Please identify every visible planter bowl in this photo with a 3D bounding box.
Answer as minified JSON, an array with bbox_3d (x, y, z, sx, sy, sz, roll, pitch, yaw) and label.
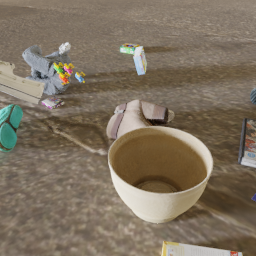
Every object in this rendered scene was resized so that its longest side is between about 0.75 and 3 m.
[{"bbox_3d":[0.817,1.397,7.567,2.618,1.762,2.618,0,35,0],"label":"planter bowl"}]

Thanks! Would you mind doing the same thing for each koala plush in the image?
[{"bbox_3d":[-3.572,-2.999,13.899,2.281,2.201,2.482,18,36,4],"label":"koala plush"}]

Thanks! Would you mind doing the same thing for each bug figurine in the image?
[{"bbox_3d":[-1.470,-1.333,6.892,0.665,0.221,0.858,48,30,13],"label":"bug figurine"}]

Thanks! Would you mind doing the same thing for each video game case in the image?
[{"bbox_3d":[5.298,0.631,9.939,2.434,0.343,2.693,12,36,18],"label":"video game case"},{"bbox_3d":[-3.410,-1.159,12.741,0.763,0.137,0.691,27,43,34],"label":"video game case"}]

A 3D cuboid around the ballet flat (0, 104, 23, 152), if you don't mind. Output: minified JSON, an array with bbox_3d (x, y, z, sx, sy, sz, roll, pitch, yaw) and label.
[{"bbox_3d":[-4.630,0.097,10.410,0.975,0.933,2.770,-23,34,7],"label":"ballet flat"}]

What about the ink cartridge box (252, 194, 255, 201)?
[{"bbox_3d":[4.440,1.966,8.058,1.240,0.291,1.226,30,45,34],"label":"ink cartridge box"}]

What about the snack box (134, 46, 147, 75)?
[{"bbox_3d":[0.567,-3.066,12.700,0.362,0.902,1.070,-8,37,14],"label":"snack box"}]

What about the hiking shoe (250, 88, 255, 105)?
[{"bbox_3d":[6.941,-1.369,12.227,2.844,1.058,1.233,24,42,31],"label":"hiking shoe"}]

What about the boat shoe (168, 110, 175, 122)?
[{"bbox_3d":[0.943,-0.611,11.446,1.782,0.665,0.826,-7,43,-9],"label":"boat shoe"}]

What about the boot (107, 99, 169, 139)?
[{"bbox_3d":[0.205,0.216,9.984,2.150,1.033,2.941,0,52,28],"label":"boot"}]

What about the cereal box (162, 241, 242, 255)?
[{"bbox_3d":[1.618,3.245,6.095,1.817,0.359,1.308,6,35,9],"label":"cereal box"}]

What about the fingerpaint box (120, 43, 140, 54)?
[{"bbox_3d":[0.125,-5.269,18.537,1.058,0.388,0.883,16,37,22],"label":"fingerpaint box"}]

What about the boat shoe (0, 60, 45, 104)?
[{"bbox_3d":[-4.256,-1.794,9.579,2.914,1.017,1.033,23,3,-32],"label":"boat shoe"}]
